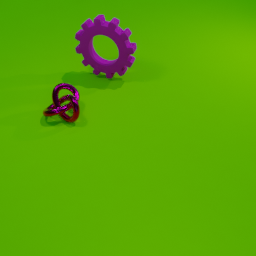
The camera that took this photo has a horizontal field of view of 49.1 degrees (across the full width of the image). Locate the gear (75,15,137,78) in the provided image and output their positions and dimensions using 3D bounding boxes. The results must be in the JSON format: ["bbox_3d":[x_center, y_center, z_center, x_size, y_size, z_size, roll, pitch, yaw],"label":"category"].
[{"bbox_3d":[-0.730,-2.575,9.050,1.996,1.996,0.369,14,45,13],"label":"gear"}]

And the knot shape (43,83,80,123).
[{"bbox_3d":[-1.978,-0.667,8.245,1.164,0.575,1.244,-24,63,7],"label":"knot shape"}]
